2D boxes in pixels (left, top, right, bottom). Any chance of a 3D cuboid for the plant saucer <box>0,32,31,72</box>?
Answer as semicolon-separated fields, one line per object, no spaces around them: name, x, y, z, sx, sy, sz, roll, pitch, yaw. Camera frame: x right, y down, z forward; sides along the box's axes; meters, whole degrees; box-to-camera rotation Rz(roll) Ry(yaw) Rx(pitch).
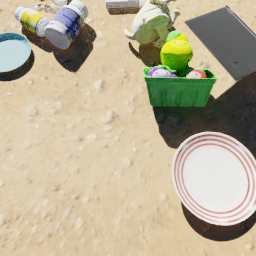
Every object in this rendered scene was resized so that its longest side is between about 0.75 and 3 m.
plant saucer;-4.914;-3.021;11.336;2.018;0.277;2.018;0;64;0

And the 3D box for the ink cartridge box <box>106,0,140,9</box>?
ink cartridge box;-0.120;-5.877;12.626;1.793;0.397;0.843;-3;66;-2

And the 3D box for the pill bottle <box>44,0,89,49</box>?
pill bottle;-2.439;-4.286;11.458;1.131;1.131;1.890;24;67;11

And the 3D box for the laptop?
laptop;3.800;-2.828;10.239;1.721;2.970;2.781;-37;71;13

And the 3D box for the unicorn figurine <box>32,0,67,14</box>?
unicorn figurine;-3.131;-6.041;12.428;2.017;1.084;2.936;2;73;-10

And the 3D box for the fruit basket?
fruit basket;1.732;-2.084;9.746;2.594;2.594;1.871;1;23;1

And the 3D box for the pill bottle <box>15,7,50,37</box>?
pill bottle;-4.008;-4.487;11.734;1.455;0.815;0.815;32;69;15

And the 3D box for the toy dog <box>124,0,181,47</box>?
toy dog;1.051;-4.575;11.496;2.283;1.643;2.355;-12;58;33

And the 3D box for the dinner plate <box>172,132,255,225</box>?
dinner plate;2.819;1.559;8.960;2.982;0.361;2.982;3;65;-7
